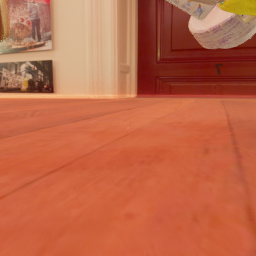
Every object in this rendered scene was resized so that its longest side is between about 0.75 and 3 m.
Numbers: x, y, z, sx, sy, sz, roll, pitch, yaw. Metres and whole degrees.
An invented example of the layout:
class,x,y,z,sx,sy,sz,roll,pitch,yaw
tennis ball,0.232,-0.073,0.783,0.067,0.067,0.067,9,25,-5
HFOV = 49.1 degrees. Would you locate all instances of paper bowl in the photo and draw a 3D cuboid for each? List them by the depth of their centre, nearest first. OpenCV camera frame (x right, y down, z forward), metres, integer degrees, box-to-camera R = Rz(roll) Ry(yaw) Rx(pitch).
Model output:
class,x,y,z,sx,sy,sz,roll,pitch,yaw
paper bowl,2.888,-3.133,7.929,1.106,2.126,2.126,37,-14,-31

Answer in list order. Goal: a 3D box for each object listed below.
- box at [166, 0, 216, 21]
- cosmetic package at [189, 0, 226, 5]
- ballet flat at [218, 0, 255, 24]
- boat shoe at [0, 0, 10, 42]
class,x,y,z,sx,sy,sz,roll,pitch,yaw
box,1.197,-3.407,6.305,1.802,1.013,0.913,20,-43,-22
cosmetic package,0.332,-2.841,3.937,2.854,1.477,1.043,6,10,-17
ballet flat,3.131,-2.706,6.291,2.916,0.974,0.978,0,-32,-34
boat shoe,-2.866,-2.936,5.979,0.792,2.223,0.717,-9,7,25
